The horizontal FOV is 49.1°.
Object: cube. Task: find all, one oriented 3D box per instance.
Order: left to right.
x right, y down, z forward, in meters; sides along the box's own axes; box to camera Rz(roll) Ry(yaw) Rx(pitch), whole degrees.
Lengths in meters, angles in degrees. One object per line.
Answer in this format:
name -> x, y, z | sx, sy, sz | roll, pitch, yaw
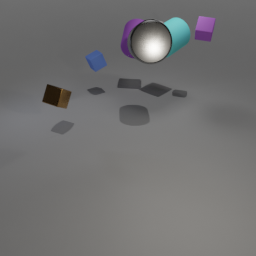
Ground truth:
cube -> -2.667, -1.180, 10.538 | 0.700, 0.700, 0.700 | 18, 4, 17
cube -> -1.582, -3.332, 13.895 | 0.700, 0.700, 0.700 | -33, 39, -10
cube -> 3.276, -4.211, 11.933 | 0.700, 0.700, 0.700 | 13, 78, 14

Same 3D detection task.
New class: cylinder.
cylinder -> 0.411, -4.456, 14.009 | 1.400, 1.400, 1.400 | 4, 55, 7
cylinder -> 0.710, -2.966, 9.717 | 1.400, 1.400, 1.400 | -2, 17, -3
cylinder -> 1.924, -4.176, 12.964 | 1.400, 1.400, 1.400 | 26, 52, 37
